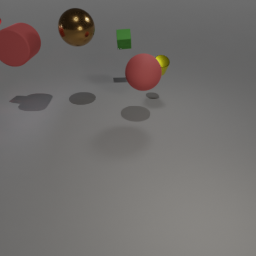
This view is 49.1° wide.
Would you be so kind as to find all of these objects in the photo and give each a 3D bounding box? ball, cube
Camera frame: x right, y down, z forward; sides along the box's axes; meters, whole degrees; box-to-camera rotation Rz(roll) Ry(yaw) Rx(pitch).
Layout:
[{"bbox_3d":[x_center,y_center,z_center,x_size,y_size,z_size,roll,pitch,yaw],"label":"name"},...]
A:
[{"bbox_3d":[0.587,-2.124,10.705,1.400,1.400,1.400,0,31,0],"label":"ball"},{"bbox_3d":[-0.208,-4.464,14.082,0.700,0.700,0.700,-4,62,0],"label":"cube"},{"bbox_3d":[-1.971,-3.846,10.745,1.400,1.400,1.400,0,31,0],"label":"ball"}]

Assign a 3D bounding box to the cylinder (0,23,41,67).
[{"bbox_3d":[-4.297,-3.275,10.944,1.400,1.400,1.400,1,30,2],"label":"cylinder"}]

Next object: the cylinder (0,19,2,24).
[{"bbox_3d":[-5.202,-3.893,10.412,0.700,0.700,0.700,11,67,18],"label":"cylinder"}]

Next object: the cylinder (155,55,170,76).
[{"bbox_3d":[1.490,-2.868,12.854,0.700,0.700,0.700,3,66,-8],"label":"cylinder"}]
